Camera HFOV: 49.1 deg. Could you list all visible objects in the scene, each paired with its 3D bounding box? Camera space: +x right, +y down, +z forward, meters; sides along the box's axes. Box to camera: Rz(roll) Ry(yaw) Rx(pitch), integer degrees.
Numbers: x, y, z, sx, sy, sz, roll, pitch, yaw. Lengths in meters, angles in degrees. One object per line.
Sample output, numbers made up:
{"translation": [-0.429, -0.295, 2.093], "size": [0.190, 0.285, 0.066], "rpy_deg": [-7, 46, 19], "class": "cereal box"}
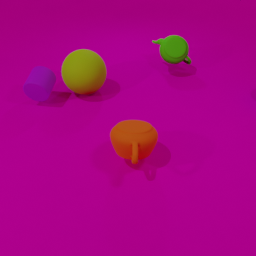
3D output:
{"translation": [-1.248, -1.594, 8.004], "size": [1.264, 1.264, 1.264], "rpy_deg": [0, 42, 0], "class": "ball"}
{"translation": [-2.417, -1.213, 7.697], "size": [0.705, 0.705, 0.705], "rpy_deg": [6, 52, 6], "class": "cylinder"}
{"translation": [0.124, 0.290, 6.131], "size": [1.030, 0.811, 1.657], "rpy_deg": [1, 22, -2], "class": "teapot"}
{"translation": [1.391, -2.446, 8.841], "size": [1.450, 0.710, 0.901], "rpy_deg": [34, 84, 3], "class": "teapot"}
